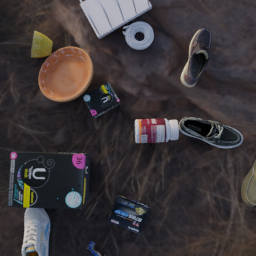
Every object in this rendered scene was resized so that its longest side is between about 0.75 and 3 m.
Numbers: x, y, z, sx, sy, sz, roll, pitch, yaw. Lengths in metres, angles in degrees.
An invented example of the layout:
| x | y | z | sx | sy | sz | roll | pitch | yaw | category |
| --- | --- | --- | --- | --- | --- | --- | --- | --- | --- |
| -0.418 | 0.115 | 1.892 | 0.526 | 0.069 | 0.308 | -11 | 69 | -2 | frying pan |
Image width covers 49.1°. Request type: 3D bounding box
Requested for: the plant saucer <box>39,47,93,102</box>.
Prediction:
| x | y | z | sx | sy | sz | roll | pitch | yaw | category |
| --- | --- | --- | --- | --- | --- | --- | --- | --- | --- |
| -2.490 | -2.151 | 11.439 | 2.402 | 0.450 | 2.402 | -4 | 74 | 15 | plant saucer |

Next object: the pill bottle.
| x | y | z | sx | sy | sz | roll | pitch | yaw | category |
| --- | --- | --- | --- | --- | --- | --- | --- | --- | --- |
| 1.133 | 0.104 | 11.239 | 1.678 | 0.958 | 0.958 | -2 | 85 | -2 | pill bottle |

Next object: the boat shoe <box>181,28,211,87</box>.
| x | y | z | sx | sy | sz | roll | pitch | yaw | category |
| --- | --- | --- | --- | --- | --- | --- | --- | --- | --- |
| 2.940 | -2.941 | 11.437 | 0.952 | 0.858 | 2.647 | 25 | 79 | -12 | boat shoe |

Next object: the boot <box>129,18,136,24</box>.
| x | y | z | sx | sy | sz | roll | pitch | yaw | category |
| --- | --- | --- | --- | --- | --- | --- | --- | --- | --- |
| 0.083 | -4.926 | 12.109 | 0.807 | 0.279 | 0.702 | 26 | 80 | -2 | boot |

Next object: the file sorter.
| x | y | z | sx | sy | sz | roll | pitch | yaw | category |
| --- | --- | --- | --- | --- | --- | --- | --- | --- | --- |
| -0.649 | -5.267 | 11.229 | 2.582 | 1.608 | 1.792 | -29 | 80 | 5 | file sorter |

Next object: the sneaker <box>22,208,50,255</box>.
| x | y | z | sx | sy | sz | roll | pitch | yaw | category |
| --- | --- | --- | --- | --- | --- | --- | --- | --- | --- |
| -3.581 | 4.241 | 10.828 | 0.955 | 1.008 | 2.497 | -7 | 84 | 1 | sneaker |

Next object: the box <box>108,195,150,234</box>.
| x | y | z | sx | sy | sz | roll | pitch | yaw | category |
| --- | --- | --- | --- | --- | --- | --- | --- | --- | --- |
| 0.027 | 3.449 | 11.241 | 1.401 | 0.322 | 1.113 | 21 | 85 | 2 | box |

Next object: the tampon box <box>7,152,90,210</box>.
| x | y | z | sx | sy | sz | roll | pitch | yaw | category |
| --- | --- | --- | --- | --- | --- | --- | --- | --- | --- |
| -2.896 | 1.935 | 10.705 | 2.671 | 1.686 | 2.002 | 1 | 85 | 0 | tampon box |

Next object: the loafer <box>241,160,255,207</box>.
| x | y | z | sx | sy | sz | roll | pitch | yaw | category |
| --- | --- | --- | --- | --- | --- | --- | --- | --- | --- |
| 5.266 | 1.991 | 11.138 | 0.909 | 0.806 | 2.391 | 21 | 85 | 2 | loafer |

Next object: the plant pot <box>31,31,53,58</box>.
| x | y | z | sx | sy | sz | roll | pitch | yaw | category |
| --- | --- | --- | --- | --- | --- | --- | --- | --- | --- |
| -3.554 | -3.396 | 11.633 | 0.758 | 1.067 | 1.067 | 9 | 84 | -19 | plant pot |

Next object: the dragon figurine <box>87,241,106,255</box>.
| x | y | z | sx | sy | sz | roll | pitch | yaw | category |
| --- | --- | --- | --- | --- | --- | --- | --- | --- | --- |
| -1.366 | 5.307 | 10.982 | 0.831 | 0.492 | 1.671 | 12 | 84 | 1 | dragon figurine |

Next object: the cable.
| x | y | z | sx | sy | sz | roll | pitch | yaw | category |
| --- | --- | --- | --- | --- | --- | --- | --- | --- | --- |
| 0.483 | -3.905 | 11.910 | 1.206 | 0.418 | 1.206 | -26 | 86 | -4 | cable |

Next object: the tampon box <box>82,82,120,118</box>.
| x | y | z | sx | sy | sz | roll | pitch | yaw | category |
| --- | --- | --- | --- | --- | --- | --- | --- | --- | --- |
| -1.068 | -1.119 | 11.452 | 1.245 | 0.786 | 0.933 | -30 | 85 | -3 | tampon box |

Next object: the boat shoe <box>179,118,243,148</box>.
| x | y | z | sx | sy | sz | roll | pitch | yaw | category |
| --- | --- | --- | --- | --- | --- | --- | --- | --- | --- |
| 3.386 | 0.199 | 11.290 | 2.658 | 0.846 | 0.940 | 14 | 85 | 1 | boat shoe |
